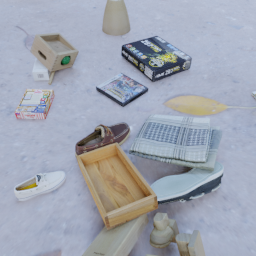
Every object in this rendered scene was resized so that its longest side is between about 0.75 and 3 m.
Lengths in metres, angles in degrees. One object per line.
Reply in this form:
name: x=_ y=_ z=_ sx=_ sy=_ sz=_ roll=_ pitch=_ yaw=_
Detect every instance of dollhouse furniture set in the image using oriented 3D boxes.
dollhouse furniture set: x=0.580 y=3.584 z=6.784 sx=2.560 sy=2.086 sz=2.435 roll=-6 pitch=19 yaw=32

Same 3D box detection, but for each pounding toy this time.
pounding toy: x=-3.536 y=-3.364 z=13.442 sx=1.947 sy=1.384 sz=1.792 roll=44 pitch=38 yaw=11

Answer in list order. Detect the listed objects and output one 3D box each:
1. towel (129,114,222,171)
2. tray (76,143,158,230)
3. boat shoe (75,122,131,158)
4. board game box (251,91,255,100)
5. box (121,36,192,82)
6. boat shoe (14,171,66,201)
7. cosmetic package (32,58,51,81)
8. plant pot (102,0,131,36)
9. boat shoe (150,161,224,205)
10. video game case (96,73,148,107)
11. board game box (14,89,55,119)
towel: x=1.750 y=0.310 z=9.743 sx=2.865 sy=0.495 sz=2.759 roll=9 pitch=30 yaw=17
tray: x=-0.455 y=1.564 z=8.440 sx=1.479 sy=0.555 sz=2.998 roll=-18 pitch=32 yaw=-16
boat shoe: x=-0.873 y=0.308 z=10.049 sx=2.342 sy=0.843 sz=0.845 roll=-27 pitch=50 yaw=-25
board game box: x=6.116 y=-1.390 z=12.274 sx=1.142 sy=0.198 sz=0.721 roll=-10 pitch=44 yaw=-11
box: x=1.382 y=-3.590 z=14.185 sx=2.349 sy=0.716 sz=2.915 roll=-21 pitch=48 yaw=-24
boat shoe: x=-2.748 y=1.703 z=8.803 sx=1.640 sy=0.572 sz=0.581 roll=-20 pitch=47 yaw=-19
cosmetic package: x=-4.154 y=-2.878 z=13.588 sx=0.740 sy=0.532 sz=1.312 roll=-3 pitch=43 yaw=-3
plant pot: x=-0.707 y=-6.764 z=16.641 sx=1.752 sy=1.871 sz=1.752 roll=0 pitch=44 yaw=0
boat shoe: x=1.804 y=1.832 z=8.504 sx=2.631 sy=0.794 sz=0.995 roll=-16 pitch=27 yaw=-14
video game case: x=-0.267 y=-1.769 z=12.649 sx=1.782 sy=0.227 sz=1.610 roll=34 pitch=53 yaw=30
board game box: x=-3.888 y=-1.036 z=11.784 sx=1.206 sy=0.369 sz=1.592 roll=2 pitch=44 yaw=2
